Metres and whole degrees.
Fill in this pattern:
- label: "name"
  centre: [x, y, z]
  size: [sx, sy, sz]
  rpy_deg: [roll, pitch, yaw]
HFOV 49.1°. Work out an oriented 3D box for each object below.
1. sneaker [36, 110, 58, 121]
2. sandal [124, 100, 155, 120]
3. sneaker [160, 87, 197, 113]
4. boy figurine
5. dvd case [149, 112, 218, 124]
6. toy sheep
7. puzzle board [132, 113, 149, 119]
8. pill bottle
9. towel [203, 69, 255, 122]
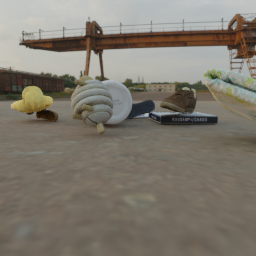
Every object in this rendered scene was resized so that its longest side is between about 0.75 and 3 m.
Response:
- label: "sneaker"
  centre: [-3.155, -0.534, 11.480]
  size: [1.316, 0.441, 0.591]
  rpy_deg: [7, 8, 38]
- label: "sandal"
  centre: [0.219, -0.721, 11.579]
  size: [1.863, 0.709, 0.399]
  rpy_deg: [-8, -7, -17]
- label: "sneaker"
  centre: [1.833, -1.057, 9.965]
  size: [0.865, 0.928, 2.457]
  rpy_deg: [17, 10, 25]
- label: "boy figurine"
  centre: [-3.704, -0.983, 10.781]
  size: [1.586, 0.822, 2.551]
  rpy_deg: [-11, -1, -15]
- label: "dvd case"
  centre: [2.041, -0.441, 11.146]
  size: [2.089, 0.344, 2.779]
  rpy_deg: [0, 7, -4]
- label: "toy sheep"
  centre: [-0.942, -0.622, 7.320]
  size: [1.209, 1.753, 1.209]
  rpy_deg: [-13, -22, -5]
- label: "puzzle board"
  centre: [0.251, -0.616, 13.296]
  size: [1.697, 0.196, 2.251]
  rpy_deg: [6, 10, 44]
- label: "pill bottle"
  centre: [-0.954, -0.869, 9.923]
  size: [1.415, 1.415, 2.602]
  rpy_deg: [-3, 3, -22]
- label: "towel"
  centre: [2.919, -0.511, 6.060]
  size: [2.392, 0.576, 2.047]
  rpy_deg: [28, 3, 27]
